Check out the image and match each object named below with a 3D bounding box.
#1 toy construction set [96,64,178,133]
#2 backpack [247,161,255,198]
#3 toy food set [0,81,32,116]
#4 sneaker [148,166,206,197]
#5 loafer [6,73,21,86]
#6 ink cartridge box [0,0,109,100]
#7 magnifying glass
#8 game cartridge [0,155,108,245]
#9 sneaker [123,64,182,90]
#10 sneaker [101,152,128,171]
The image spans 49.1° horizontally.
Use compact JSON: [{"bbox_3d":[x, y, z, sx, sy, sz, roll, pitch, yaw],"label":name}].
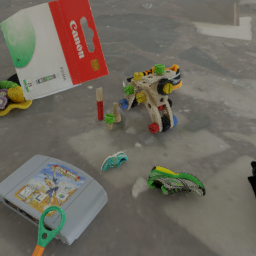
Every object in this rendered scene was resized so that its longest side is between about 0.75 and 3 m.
[{"bbox_3d":[0.326,-1.159,9.003,2.712,2.084,2.262,-7,39,-8],"label":"toy construction set"},{"bbox_3d":[3.846,1.472,6.208,1.960,1.487,2.349,12,43,11],"label":"backpack"},{"bbox_3d":[-4.878,-1.318,10.146,2.713,0.886,1.596,9,40,12],"label":"toy food set"},{"bbox_3d":[1.198,1.473,7.030,1.492,0.582,0.635,10,46,27],"label":"sneaker"},{"bbox_3d":[-4.064,-1.746,10.913,1.918,0.673,0.651,8,51,37],"label":"loafer"},{"bbox_3d":[-2.049,-2.128,7.496,2.843,2.288,0.712,-9,11,38],"label":"ink cartridge box"},{"bbox_3d":[-1.737,2.290,5.781,0.549,0.154,1.379,12,68,21],"label":"magnifying glass"},{"bbox_3d":[-1.860,1.573,6.912,2.511,0.521,1.672,21,47,24],"label":"game cartridge"},{"bbox_3d":[0.956,-1.964,10.953,2.357,0.910,0.923,-9,41,-9],"label":"sneaker"},{"bbox_3d":[-0.382,0.946,7.802,0.865,0.335,0.344,-29,55,-31],"label":"sneaker"}]
